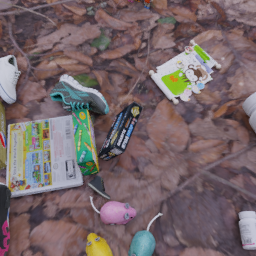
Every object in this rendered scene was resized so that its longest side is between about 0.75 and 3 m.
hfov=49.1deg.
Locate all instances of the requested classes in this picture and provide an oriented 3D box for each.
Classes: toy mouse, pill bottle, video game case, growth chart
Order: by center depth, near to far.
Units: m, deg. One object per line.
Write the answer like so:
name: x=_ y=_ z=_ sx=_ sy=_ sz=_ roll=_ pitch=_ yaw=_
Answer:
toy mouse: x=-0.064 y=2.987 z=8.068 sx=2.497 sy=0.544 sz=2.810 roll=-21 pitch=62 yaw=-11
pill bottle: x=3.527 y=2.949 z=8.084 sx=0.557 sy=0.557 sz=0.982 roll=1 pitch=60 yaw=1
pill bottle: x=4.978 y=-0.073 z=9.338 sx=1.368 sy=1.368 sz=2.413 roll=-18 pitch=62 yaw=-10
video game case: x=-2.831 y=0.866 z=9.431 sx=2.372 sy=0.298 sz=2.607 roll=-9 pitch=62 yaw=-5
growth chart: x=2.328 y=-2.244 z=11.232 sx=2.884 sy=0.256 sz=2.087 roll=-37 pitch=68 yaw=-18

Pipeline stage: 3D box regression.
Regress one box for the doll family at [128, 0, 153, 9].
doll family: x=0.615 y=-6.349 z=13.175 sx=1.452 sy=0.901 sz=0.654 roll=26 pitch=64 yaw=14

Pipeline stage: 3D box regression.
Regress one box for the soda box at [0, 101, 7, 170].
soda box: x=-4.697 y=0.156 z=9.523 sx=0.871 sy=0.823 sz=2.571 roll=-13 pitch=62 yaw=-7

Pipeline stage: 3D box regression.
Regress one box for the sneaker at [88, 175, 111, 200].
sneaker: x=-0.813 y=1.858 z=8.835 sx=0.868 sy=0.325 sz=0.461 roll=33 pitch=68 yaw=19

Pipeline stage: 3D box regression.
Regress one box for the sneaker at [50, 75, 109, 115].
sneaker: x=-1.800 y=-0.955 z=10.109 sx=2.475 sy=0.960 sz=1.129 roll=28 pitch=61 yaw=25

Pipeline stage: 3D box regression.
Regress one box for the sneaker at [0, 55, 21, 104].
sneaker: x=-4.514 y=-1.951 z=10.605 sx=0.818 sy=0.844 sz=2.310 roll=-30 pitch=60 yaw=10

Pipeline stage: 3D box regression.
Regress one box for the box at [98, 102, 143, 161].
box: x=-0.257 y=0.134 z=9.195 sx=0.405 sy=1.401 sz=1.762 roll=31 pitch=62 yaw=-15

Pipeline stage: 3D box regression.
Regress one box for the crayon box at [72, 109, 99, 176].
crayon box: x=-1.392 y=0.463 z=9.170 sx=0.548 sy=1.118 sz=1.882 roll=-11 pitch=60 yaw=-2

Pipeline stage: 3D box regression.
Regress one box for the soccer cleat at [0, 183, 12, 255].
soccer cleat: x=-3.936 y=2.852 z=8.087 sx=1.085 sy=0.878 sz=2.513 roll=-11 pitch=69 yaw=43
